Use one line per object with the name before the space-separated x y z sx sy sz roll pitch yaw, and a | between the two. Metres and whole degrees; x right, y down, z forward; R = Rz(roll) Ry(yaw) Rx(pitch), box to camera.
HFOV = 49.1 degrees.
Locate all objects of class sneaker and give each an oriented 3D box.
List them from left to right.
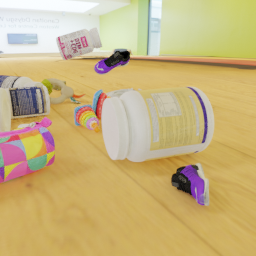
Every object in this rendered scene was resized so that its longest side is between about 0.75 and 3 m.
sneaker | -0.608 -2.779 11.436 1.710 0.594 0.850 -29 -8 -27
sneaker | 1.293 1.208 5.963 0.730 0.511 1.469 -4 14 7

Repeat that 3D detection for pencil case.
pencil case | -3.091 0.644 6.319 1.295 1.295 2.929 17 27 41

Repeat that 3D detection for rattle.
rattle | -3.477 -1.528 14.418 2.241 1.601 1.459 10 47 -21

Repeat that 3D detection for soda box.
soda box | -4.642 -2.803 17.904 0.595 0.562 1.756 -15 23 -39

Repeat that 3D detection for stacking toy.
stacking toy | -1.350 -0.230 10.091 0.756 0.800 1.378 -14 34 -29
stacking toy | -0.472 -0.803 11.481 1.919 1.053 1.114 12 27 4

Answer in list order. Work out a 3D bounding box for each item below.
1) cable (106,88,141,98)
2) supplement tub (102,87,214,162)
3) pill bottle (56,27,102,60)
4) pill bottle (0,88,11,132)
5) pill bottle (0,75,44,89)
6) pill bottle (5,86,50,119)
cable | -0.080 -1.274 13.019 2.122 0.735 2.122 -6 21 -17
supplement tub | 0.744 -0.108 7.572 2.606 1.895 1.895 -6 19 -19
pill bottle | -1.975 -3.469 11.444 1.708 0.968 0.968 -18 19 -1
pill bottle | -5.398 -0.409 8.882 2.918 1.666 1.666 -3 19 -13
pill bottle | -5.263 -1.714 13.189 2.596 1.442 1.442 8 20 18
pill bottle | -4.411 -1.032 11.428 2.224 1.235 1.235 -9 20 -25
